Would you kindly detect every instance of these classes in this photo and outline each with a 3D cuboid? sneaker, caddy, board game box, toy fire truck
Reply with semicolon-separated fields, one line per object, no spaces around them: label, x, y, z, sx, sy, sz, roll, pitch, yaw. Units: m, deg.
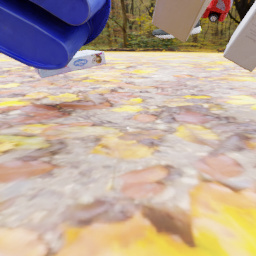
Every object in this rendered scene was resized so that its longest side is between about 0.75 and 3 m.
sneaker;1.717;-3.642;10.004;1.765;0.747;0.657;-11;24;-4
caddy;-1.771;-2.424;4.887;2.970;2.100;1.559;26;42;-15
board game box;-2.010;-2.159;9.231;2.052;0.422;2.047;-16;22;-18
toy fire truck;1.665;-3.991;7.542;2.645;1.865;0.645;14;64;3

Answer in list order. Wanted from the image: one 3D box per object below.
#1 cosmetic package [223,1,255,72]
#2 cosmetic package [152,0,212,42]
cosmetic package;3.803;-3.039;7.349;1.056;2.853;1.450;30;52;6
cosmetic package;1.015;-2.234;4.403;0.719;1.170;1.167;30;-15;4
